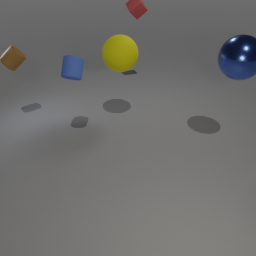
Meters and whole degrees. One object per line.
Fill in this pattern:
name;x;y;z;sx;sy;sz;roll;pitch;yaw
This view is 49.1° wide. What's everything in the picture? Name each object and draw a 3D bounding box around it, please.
cube;0.425;-5.985;13.867;0.700;0.700;0.700;25;37;-51
ball;3.560;-2.213;8.833;1.400;1.400;1.400;0;31;0
cylinder;-1.877;-2.025;9.477;0.700;0.700;0.700;8;0;0
ball;-0.302;-2.873;10.826;1.400;1.400;1.400;0;31;0
cylinder;-4.427;-2.684;10.786;0.700;0.700;0.700;-44;34;8
